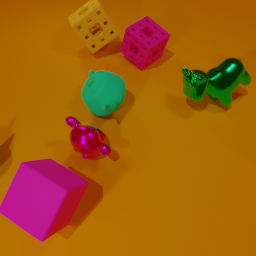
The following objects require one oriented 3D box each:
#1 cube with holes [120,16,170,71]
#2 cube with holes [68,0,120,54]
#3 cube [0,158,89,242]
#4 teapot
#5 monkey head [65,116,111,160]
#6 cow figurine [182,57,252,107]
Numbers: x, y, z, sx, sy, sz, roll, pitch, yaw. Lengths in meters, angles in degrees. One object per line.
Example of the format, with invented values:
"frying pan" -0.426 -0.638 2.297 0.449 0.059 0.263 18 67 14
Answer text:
"cube with holes" 0.492 -2.525 8.361 0.943 0.943 0.943 44 61 12
"cube with holes" -1.057 -3.136 8.575 1.030 1.030 1.030 -34 38 8
"cube" -1.461 1.216 5.014 0.970 0.970 0.970 28 94 13
"teapot" -0.650 -0.889 6.940 1.167 0.919 1.877 -42 43 15
"monkey head" -0.835 0.214 6.288 1.270 0.765 0.913 39 54 13
"cow figurine" 2.162 -1.246 6.964 1.640 1.614 0.900 -46 37 3
